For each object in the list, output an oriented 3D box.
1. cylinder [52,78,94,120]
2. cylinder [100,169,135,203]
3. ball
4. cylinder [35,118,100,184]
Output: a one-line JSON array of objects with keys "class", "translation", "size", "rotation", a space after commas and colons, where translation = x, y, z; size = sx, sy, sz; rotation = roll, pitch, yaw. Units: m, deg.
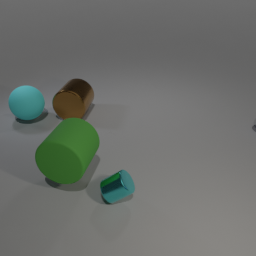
[{"class": "cylinder", "translation": [-2.285, -1.208, 11.875], "size": [1.400, 1.400, 1.400], "rotation": [5, 31, 9]}, {"class": "cylinder", "translation": [-0.283, 1.590, 7.630], "size": [0.700, 0.700, 0.700], "rotation": [-30, 25, 19]}, {"class": "ball", "translation": [-4.135, -1.026, 11.462], "size": [1.400, 1.400, 1.400], "rotation": [0, 31, 0]}, {"class": "cylinder", "translation": [-1.670, 0.622, 7.955], "size": [1.400, 1.400, 1.400], "rotation": [7, 30, 11]}]
